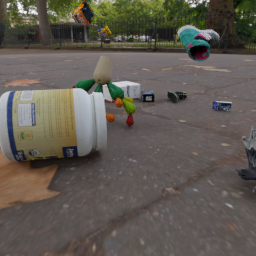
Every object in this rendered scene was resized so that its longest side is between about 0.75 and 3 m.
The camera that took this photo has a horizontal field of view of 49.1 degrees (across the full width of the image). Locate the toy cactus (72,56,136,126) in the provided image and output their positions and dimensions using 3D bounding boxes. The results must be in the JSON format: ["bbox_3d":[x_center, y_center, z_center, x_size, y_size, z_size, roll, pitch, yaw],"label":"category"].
[{"bbox_3d":[-0.952,-1.349,10.325,2.959,2.442,1.513,15,3,24],"label":"toy cactus"}]

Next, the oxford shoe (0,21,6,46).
[{"bbox_3d":[-4.264,-1.840,7.461,0.917,2.524,1.066,24,8,29],"label":"oxford shoe"}]

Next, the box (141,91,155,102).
[{"bbox_3d":[0.966,-1.548,13.691,0.573,0.413,0.772,-1,19,-3],"label":"box"}]

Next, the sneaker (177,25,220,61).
[{"bbox_3d":[2.533,-2.756,9.370,1.811,1.093,0.757,-2,-22,-33],"label":"sneaker"}]

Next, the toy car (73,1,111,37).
[{"bbox_3d":[-0.613,-1.704,4.721,0.301,0.443,0.904,-19,-29,21],"label":"toy car"}]

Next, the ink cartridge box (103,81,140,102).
[{"bbox_3d":[-0.425,-1.857,14.088,1.746,0.736,1.264,-13,22,-33],"label":"ink cartridge box"}]

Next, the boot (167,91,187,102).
[{"bbox_3d":[2.518,-1.559,13.722,0.904,0.432,1.197,-1,19,-12],"label":"boot"}]

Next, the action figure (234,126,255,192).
[{"bbox_3d":[3.266,0.554,6.157,1.483,1.274,2.496,3,15,34],"label":"action figure"}]

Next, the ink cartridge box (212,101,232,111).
[{"bbox_3d":[3.993,-0.929,11.924,0.758,0.377,0.149,5,21,17],"label":"ink cartridge box"}]

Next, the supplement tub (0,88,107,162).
[{"bbox_3d":[-1.861,-0.107,7.248,2.488,1.796,1.796,-4,19,-10],"label":"supplement tub"}]
